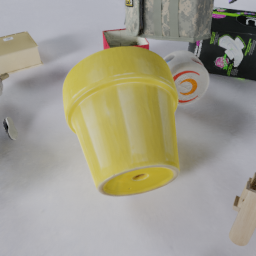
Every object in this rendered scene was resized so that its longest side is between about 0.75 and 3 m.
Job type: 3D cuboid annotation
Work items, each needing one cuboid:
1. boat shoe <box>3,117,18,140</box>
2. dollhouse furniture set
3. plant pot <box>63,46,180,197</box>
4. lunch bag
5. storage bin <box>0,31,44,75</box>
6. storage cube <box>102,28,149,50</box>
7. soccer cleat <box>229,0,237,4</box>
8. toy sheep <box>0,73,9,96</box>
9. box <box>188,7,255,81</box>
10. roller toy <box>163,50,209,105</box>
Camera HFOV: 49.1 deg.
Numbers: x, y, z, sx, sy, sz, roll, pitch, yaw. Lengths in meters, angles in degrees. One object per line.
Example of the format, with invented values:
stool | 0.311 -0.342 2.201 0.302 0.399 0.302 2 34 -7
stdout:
boat shoe | -3.476 0.049 8.218 0.251 0.308 0.833 -40 64 19
dollhouse furniture set | 3.726 1.798 6.285 2.536 1.452 2.973 22 24 21
plant pot | -0.006 0.044 6.621 2.840 2.840 2.672 -9 60 -9
lunch bag | 0.920 -3.632 7.758 2.669 2.189 1.569 17 30 33
storage bin | -4.496 -2.960 10.932 1.749 0.820 1.736 -23 48 -21
storage cube | -0.111 -2.604 10.105 1.374 1.445 1.607 -11 46 -11
soccer cleat | 2.373 -2.972 5.829 0.293 0.859 0.314 -37 86 -31
toy sheep | -4.671 -1.222 8.837 1.351 1.351 1.959 35 67 30
box | 3.798 -3.222 10.495 2.877 1.788 2.137 12 45 11
roller toy | 1.740 -1.634 9.005 1.681 1.533 1.174 -7 41 -2
